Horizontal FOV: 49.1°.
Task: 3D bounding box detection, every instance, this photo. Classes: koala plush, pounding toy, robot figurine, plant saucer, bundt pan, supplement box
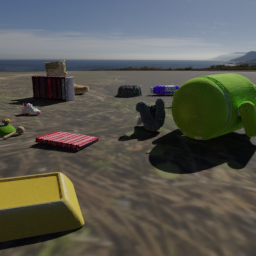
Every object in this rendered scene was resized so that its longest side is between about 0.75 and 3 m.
[{"bbox_3d":[0.633,-0.299,8.169,0.851,0.882,0.960,-10,-6,-10],"label":"koala plush"},{"bbox_3d":[-3.323,-0.046,7.464,0.953,0.442,0.736,7,16,29],"label":"pounding toy"},{"bbox_3d":[2.271,-0.588,7.291,2.720,1.573,2.386,-13,23,-37],"label":"robot figurine"},{"bbox_3d":[-1.329,0.946,3.737,1.310,0.317,1.310,-4,14,-18],"label":"plant saucer"},{"bbox_3d":[0.087,-2.078,15.492,1.427,0.535,1.427,0,13,0],"label":"bundt pan"},{"bbox_3d":[-3.675,-1.965,13.750,2.106,1.146,0.641,6,15,21],"label":"supplement box"}]

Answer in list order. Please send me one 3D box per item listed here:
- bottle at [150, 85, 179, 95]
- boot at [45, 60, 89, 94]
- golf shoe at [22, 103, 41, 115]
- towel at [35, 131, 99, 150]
[{"bbox_3d":[2.031,-2.129,15.706,1.583,0.517,0.661,-2,14,-7],"label":"bottle"},{"bbox_3d":[-3.426,-2.849,15.765,2.418,1.879,0.880,-2,14,-9],"label":"boot"},{"bbox_3d":[-3.532,-0.684,10.159,0.868,0.397,0.327,8,15,25],"label":"golf shoe"},{"bbox_3d":[-1.468,0.286,6.765,1.273,0.143,0.921,8,14,22],"label":"towel"}]
